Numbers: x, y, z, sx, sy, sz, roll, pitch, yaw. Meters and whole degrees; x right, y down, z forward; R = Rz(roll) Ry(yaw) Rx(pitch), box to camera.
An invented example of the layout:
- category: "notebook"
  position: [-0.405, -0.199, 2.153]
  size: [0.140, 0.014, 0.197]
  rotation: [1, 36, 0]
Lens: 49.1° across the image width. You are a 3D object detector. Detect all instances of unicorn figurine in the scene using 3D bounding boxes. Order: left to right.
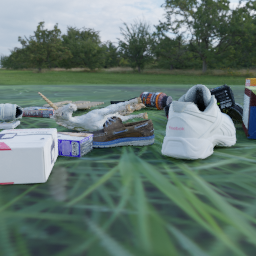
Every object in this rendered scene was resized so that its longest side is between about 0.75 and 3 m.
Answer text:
- category: "unicorn figurine"
  position: [-0.709, -0.341, 7.863]
  size: [2.012, 1.082, 2.929]
  rotation: [-6, -7, 25]

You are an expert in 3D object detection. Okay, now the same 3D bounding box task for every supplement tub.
- category: "supplement tub"
  position: [1.273, -1.238, 12.803]
  size: [1.469, 0.785, 0.785]
  rotation: [8, 13, 37]

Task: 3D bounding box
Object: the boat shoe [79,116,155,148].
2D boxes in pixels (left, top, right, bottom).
- category: "boat shoe"
  position: [-0.278, 0.058, 6.291]
  size: [1.756, 0.636, 0.634]
  rotation: [-2, 11, -13]

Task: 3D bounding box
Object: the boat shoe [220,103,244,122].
- category: "boat shoe"
  position: [3.465, -0.598, 9.771]
  size: [0.529, 0.626, 1.756]
  rotation: [-22, 29, -10]

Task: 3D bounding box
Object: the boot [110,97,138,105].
- category: "boot"
  position: [-0.147, -1.031, 12.438]
  size: [1.265, 0.571, 1.544]
  rotation: [-4, 11, -2]

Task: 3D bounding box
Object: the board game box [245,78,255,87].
- category: "board game box"
  position: [5.085, -0.987, 9.657]
  size: [1.434, 1.435, 1.433]
  rotation: [-3, 11, -16]

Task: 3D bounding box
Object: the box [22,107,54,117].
- category: "box"
  position: [-3.335, -0.626, 10.853]
  size: [1.471, 0.293, 1.007]
  rotation: [2, 11, 12]

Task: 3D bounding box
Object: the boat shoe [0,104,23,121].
- category: "boat shoe"
  position: [-3.741, -0.472, 9.084]
  size: [0.628, 0.615, 1.764]
  rotation: [6, 1, -13]

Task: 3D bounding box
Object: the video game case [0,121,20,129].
- category: "video game case"
  position: [-3.900, -0.082, 8.473]
  size: [1.025, 0.113, 0.935]
  rotation: [-2, 11, -8]

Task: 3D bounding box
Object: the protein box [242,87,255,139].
- category: "protein box"
  position: [4.003, -0.431, 7.281]
  size: [1.793, 1.218, 1.806]
  rotation: [3, 11, 18]

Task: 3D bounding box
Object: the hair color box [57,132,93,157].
- category: "hair color box"
  position: [-1.367, 0.310, 5.695]
  size: [1.172, 0.380, 0.640]
  rotation: [5, 11, 14]

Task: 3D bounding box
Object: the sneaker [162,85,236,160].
- category: "sneaker"
  position: [1.653, -0.235, 5.906]
  size: [1.059, 1.350, 2.718]
  rotation: [7, 13, 31]

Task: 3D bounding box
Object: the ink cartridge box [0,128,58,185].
- category: "ink cartridge box"
  position: [-1.740, 0.409, 4.594]
  size: [0.990, 0.576, 1.367]
  rotation: [-1, 11, -7]

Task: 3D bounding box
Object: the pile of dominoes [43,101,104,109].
- category: "pile of dominoes"
  position: [-2.211, -0.872, 11.961]
  size: [1.841, 0.376, 2.362]
  rotation: [4, 12, 14]

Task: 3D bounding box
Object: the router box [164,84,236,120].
- category: "router box"
  position: [2.287, -0.762, 9.023]
  size: [2.063, 0.641, 1.546]
  rotation: [-17, 6, 18]
